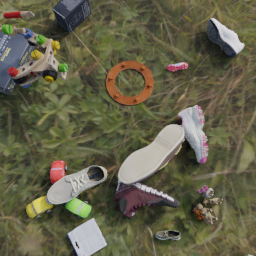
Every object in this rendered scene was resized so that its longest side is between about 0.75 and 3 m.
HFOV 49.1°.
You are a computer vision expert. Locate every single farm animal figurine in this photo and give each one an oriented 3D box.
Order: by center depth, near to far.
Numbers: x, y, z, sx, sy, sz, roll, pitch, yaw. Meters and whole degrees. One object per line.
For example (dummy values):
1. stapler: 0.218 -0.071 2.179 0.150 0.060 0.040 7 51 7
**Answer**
1. farm animal figurine: 2.683 2.650 9.691 0.959 0.597 1.188 25 72 -13

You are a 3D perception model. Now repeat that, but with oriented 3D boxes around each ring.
1. ring: 0.081 -1.826 11.110 1.910 0.183 1.910 0 74 0

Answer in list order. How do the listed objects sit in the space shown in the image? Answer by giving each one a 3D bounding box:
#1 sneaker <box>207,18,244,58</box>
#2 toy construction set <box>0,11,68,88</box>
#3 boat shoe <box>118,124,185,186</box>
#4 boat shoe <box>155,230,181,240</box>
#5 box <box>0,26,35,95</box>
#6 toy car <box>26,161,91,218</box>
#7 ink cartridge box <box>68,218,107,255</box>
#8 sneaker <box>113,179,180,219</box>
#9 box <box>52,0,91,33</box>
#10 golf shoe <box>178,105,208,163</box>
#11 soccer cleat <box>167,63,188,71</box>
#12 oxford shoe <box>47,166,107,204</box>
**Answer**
1. sneaker: 3.956 -3.740 11.476 0.816 0.698 1.874 -34 84 -19
2. toy construction set: -2.984 -2.680 9.597 1.973 2.568 2.142 5 45 22
3. boat shoe: 0.878 1.050 9.757 2.867 0.853 1.030 -41 55 -19
4. boat shoe: 1.357 3.598 9.480 0.851 0.254 0.304 2 42 3
5. box: -5.108 -2.753 11.127 1.946 0.630 2.468 21 76 5
6. toy car: -2.244 2.439 9.742 2.085 0.494 2.216 27 76 7
7. ink cartridge box: -1.383 3.770 9.518 1.016 0.206 1.014 -29 75 -7
8. sneaker: 0.536 2.615 9.610 2.245 0.850 1.297 19 80 16
9. box: -2.270 -4.812 11.511 0.730 1.011 1.363 40 78 11
10. golf shoe: 2.394 0.263 10.322 0.974 0.802 2.129 -10 76 22
11. soccer cleat: 1.975 -2.474 11.274 0.841 0.280 0.322 -5 32 11
12. oxford shoe: -1.713 1.875 9.593 2.214 0.639 0.832 -23 77 -20
